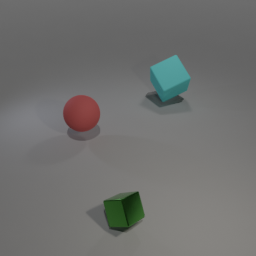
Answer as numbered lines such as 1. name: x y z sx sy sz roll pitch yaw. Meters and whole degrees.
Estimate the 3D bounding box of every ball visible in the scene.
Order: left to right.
1. ball: -1.761 -0.555 10.674 1.400 1.400 1.400 0 31 0

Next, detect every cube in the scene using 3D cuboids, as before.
1. cube: -0.098 2.102 7.267 0.700 0.700 0.700 -17 -4 40
2. cube: 1.978 -2.335 13.402 1.400 1.400 1.400 -26 74 -3
